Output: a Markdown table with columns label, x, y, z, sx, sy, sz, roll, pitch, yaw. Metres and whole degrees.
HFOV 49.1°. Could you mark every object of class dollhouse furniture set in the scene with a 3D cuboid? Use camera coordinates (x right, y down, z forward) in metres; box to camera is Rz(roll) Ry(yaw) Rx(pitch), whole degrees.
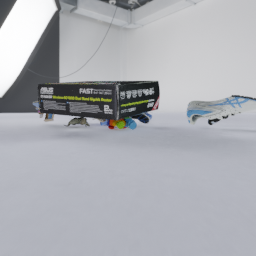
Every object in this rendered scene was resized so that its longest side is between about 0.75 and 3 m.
| label | x | y | z | sx | sy | sz | roll | pitch | yaw |
| --- | --- | --- | --- | --- | --- | --- | --- | --- | --- |
| dollhouse furniture set | -3.162 | -0.628 | 10.131 | 0.782 | 0.540 | 0.828 | -8 | -25 | 22 |

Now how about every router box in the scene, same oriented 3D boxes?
| label | x | y | z | sx | sy | sz | roll | pitch | yaw |
| --- | --- | --- | --- | --- | --- | --- | --- | --- | --- |
| router box | -0.741 | -0.809 | 7.351 | 2.604 | 0.809 | 1.951 | 6 | 13 | 33 |

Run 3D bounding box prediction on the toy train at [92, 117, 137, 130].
| label | x | y | z | sx | sy | sz | roll | pitch | yaw |
| --- | --- | --- | --- | --- | --- | --- | --- | --- | --- |
| toy train | -0.336 | -0.135 | 7.370 | 1.062 | 0.450 | 0.615 | -2 | 18 | -31 |

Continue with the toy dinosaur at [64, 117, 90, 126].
| label | x | y | z | sx | sy | sz | roll | pitch | yaw |
| --- | --- | --- | --- | --- | --- | --- | --- | --- | --- |
| toy dinosaur | -1.581 | -0.213 | 8.641 | 0.911 | 0.351 | 0.466 | 1 | 2 | 8 |

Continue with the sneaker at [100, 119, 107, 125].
| label | x | y | z | sx | sy | sz | roll | pitch | yaw |
| --- | --- | --- | --- | --- | --- | --- | --- | --- | --- |
| sneaker | -0.539 | -0.521 | 9.780 | 0.904 | 0.814 | 2.321 | -6 | 3 | -2 |

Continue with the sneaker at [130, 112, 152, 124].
| label | x | y | z | sx | sy | sz | roll | pitch | yaw |
| --- | --- | --- | --- | --- | --- | --- | --- | --- | --- |
| sneaker | 0.334 | -0.458 | 8.907 | 0.965 | 0.365 | 0.372 | 32 | 40 | 21 |

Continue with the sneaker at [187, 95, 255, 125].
| label | x | y | z | sx | sy | sz | roll | pitch | yaw |
| --- | --- | --- | --- | --- | --- | --- | --- | --- | --- |
| sneaker | 2.691 | -0.486 | 7.965 | 2.143 | 0.777 | 0.770 | -6 | -9 | 38 |
